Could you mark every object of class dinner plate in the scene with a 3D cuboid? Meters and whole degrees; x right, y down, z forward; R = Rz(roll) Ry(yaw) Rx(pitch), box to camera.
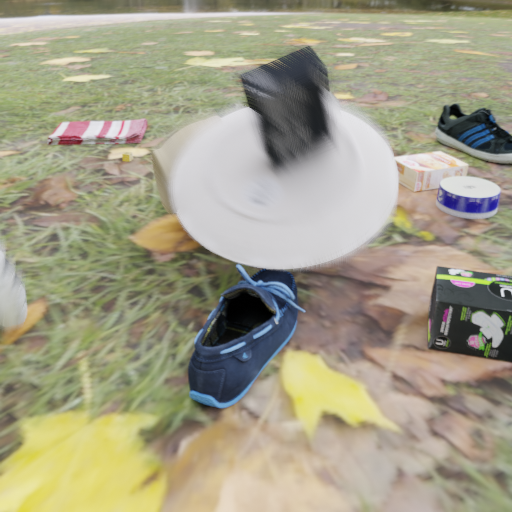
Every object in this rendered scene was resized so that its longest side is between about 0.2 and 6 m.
[{"bbox_3d":[0.374,-1.224,7.902,3.220,0.390,3.220,-3,55,5],"label":"dinner plate"}]

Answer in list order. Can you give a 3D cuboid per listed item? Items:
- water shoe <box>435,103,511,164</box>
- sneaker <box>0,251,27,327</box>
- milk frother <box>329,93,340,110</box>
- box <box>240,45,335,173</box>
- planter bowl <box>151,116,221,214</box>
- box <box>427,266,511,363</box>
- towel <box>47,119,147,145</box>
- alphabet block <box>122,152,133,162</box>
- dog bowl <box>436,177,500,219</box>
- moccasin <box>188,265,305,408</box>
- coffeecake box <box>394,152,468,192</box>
[{"bbox_3d":[5.507,-3.028,13.649,0.967,1.067,2.704,-19,34,-31],"label":"water shoe"},{"bbox_3d":[-3.663,-0.056,6.567,1.080,2.666,1.002,-38,42,-21],"label":"sneaker"},{"bbox_3d":[0.605,-2.431,9.918,1.438,1.298,1.353,-17,-19,30],"label":"milk frother"},{"bbox_3d":[0.442,-1.834,7.174,0.957,1.356,0.535,-21,56,-1],"label":"box"},{"bbox_3d":[-1.072,-1.383,9.594,1.220,1.812,1.812,-14,32,-15],"label":"planter bowl"},{"bbox_3d":[2.867,0.733,7.131,1.241,0.772,0.922,8,30,13],"label":"box"},{"bbox_3d":[-4.240,-3.392,15.157,2.428,0.276,1.749,-2,28,-4],"label":"towel"},{"bbox_3d":[-3.073,-2.370,13.380,0.189,0.188,0.192,5,30,13],"label":"alphabet block"},{"bbox_3d":[4.112,-1.145,10.880,1.135,0.447,1.135,0,29,0],"label":"dog bowl"},{"bbox_3d":[-0.005,0.755,6.952,1.056,0.895,2.625,8,30,14],"label":"moccasin"},{"bbox_3d":[3.703,-1.837,12.110,1.291,0.472,0.991,-10,30,-18],"label":"coffeecake box"}]
